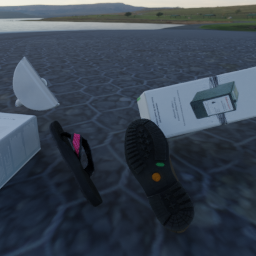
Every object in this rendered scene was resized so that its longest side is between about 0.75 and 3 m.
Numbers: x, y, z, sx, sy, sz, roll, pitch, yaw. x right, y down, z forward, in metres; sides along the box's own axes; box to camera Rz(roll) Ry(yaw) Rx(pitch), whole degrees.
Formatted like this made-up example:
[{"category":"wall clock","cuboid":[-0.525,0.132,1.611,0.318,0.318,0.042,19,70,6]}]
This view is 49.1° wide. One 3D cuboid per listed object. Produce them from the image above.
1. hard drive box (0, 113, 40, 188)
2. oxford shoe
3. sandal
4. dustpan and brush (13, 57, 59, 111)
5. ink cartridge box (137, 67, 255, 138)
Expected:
[{"category":"hard drive box","cuboid":[-3.151,0.489,5.556,1.827,0.900,2.344,5,24,11]},{"category":"oxford shoe","cuboid":[0.428,0.733,4.508,0.715,0.831,1.968,-19,59,2]},{"category":"sandal","cuboid":[-0.905,0.529,5.333,0.527,0.878,2.338,-37,41,-7]},{"category":"dustpan and brush","cuboid":[-2.939,-1.009,8.272,2.226,1.554,0.637,-26,14,36]},{"category":"ink cartridge box","cuboid":[1.533,-0.505,6.254,2.418,1.016,1.765,-13,1,-3]}]
